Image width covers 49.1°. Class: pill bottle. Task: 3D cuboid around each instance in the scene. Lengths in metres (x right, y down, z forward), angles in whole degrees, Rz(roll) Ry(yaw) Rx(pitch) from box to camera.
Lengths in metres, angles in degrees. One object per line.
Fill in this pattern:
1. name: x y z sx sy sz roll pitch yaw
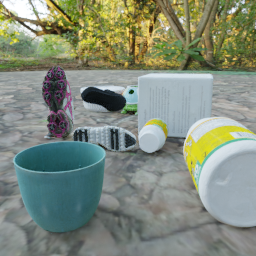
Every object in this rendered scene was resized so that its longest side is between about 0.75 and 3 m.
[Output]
1. pill bottle: 1.937 0.616 5.651 1.499 1.499 2.659 1 16 2
2. pill bottle: 0.762 0.235 8.472 0.791 0.791 1.424 4 16 14

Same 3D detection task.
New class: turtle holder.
1. turtle holder: 0.487 -1.352 13.486 1.379 1.289 1.815 -12 19 -40

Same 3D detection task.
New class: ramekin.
1. ramekin: -1.278 -1.532 14.554 2.336 1.088 2.336 0 15 0

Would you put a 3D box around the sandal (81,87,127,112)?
1. sandal: -0.854 -1.195 10.604 2.257 0.848 0.540 17 39 -52

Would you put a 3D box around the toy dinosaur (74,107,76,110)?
1. toy dinosaur: -3.263 -1.005 14.293 1.175 0.342 0.594 11 1 11

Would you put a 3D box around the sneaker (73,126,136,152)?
1. sneaker: -0.655 0.262 8.655 2.015 0.757 0.817 6 8 20

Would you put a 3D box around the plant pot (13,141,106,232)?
1. plant pot: -1.110 1.006 4.792 1.482 1.189 1.482 0 15 0

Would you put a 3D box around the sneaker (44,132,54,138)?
1. sneaker: -2.634 0.143 9.714 0.314 0.333 0.814 4 15 16

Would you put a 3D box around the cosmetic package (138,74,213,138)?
1. cosmetic package: 1.770 -0.903 10.252 2.483 2.078 2.065 4 15 15

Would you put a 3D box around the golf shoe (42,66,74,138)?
1. golf shoe: -2.307 -0.870 9.491 0.862 2.374 1.093 -2 2 9
